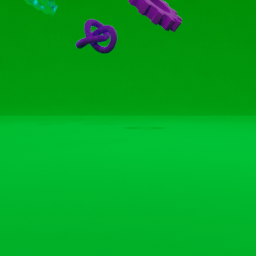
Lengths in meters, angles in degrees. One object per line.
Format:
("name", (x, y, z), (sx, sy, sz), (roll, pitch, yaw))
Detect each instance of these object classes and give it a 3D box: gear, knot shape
("gear", (-2.973, -4.189, 9.106), (1.382, 0.256, 1.382), (25, -1, 1))
("knot shape", (-1.177, -3.110, 9.701), (1.378, 1.473, 0.681), (-28, -34, -11))
("gear", (0.607, -2.786, 6.483), (1.417, 1.417, 0.262), (-3, -39, -46))
